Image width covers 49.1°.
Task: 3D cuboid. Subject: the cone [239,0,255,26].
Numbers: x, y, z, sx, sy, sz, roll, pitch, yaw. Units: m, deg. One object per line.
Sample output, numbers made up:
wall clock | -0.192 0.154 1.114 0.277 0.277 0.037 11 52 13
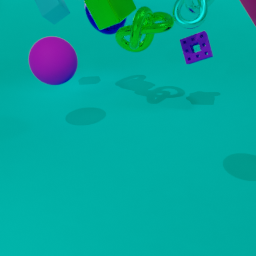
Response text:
cone | 1.773 -1.537 3.489 1.120 1.124 1.120 -12 31 8

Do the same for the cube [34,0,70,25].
cube | -2.694 -4.343 9.992 0.773 0.773 0.773 -29 -10 15

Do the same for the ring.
ring | -0.767 -4.286 10.110 1.773 1.773 0.355 -22 17 -35

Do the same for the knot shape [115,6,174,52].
knot shape | 0.603 -3.207 9.014 1.850 0.913 1.977 -31 3 -11

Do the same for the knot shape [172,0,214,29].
knot shape | 1.812 -3.722 7.878 1.512 1.415 0.699 -47 33 -5

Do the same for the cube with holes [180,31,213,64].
cube with holes | 2.209 -2.553 8.983 0.794 0.794 0.794 -14 7 23

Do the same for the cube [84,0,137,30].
cube | -0.576 -4.090 9.309 1.057 1.057 1.057 1 41 46

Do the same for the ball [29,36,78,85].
ball | -2.024 -1.817 7.632 1.292 1.292 1.292 0 28 0
